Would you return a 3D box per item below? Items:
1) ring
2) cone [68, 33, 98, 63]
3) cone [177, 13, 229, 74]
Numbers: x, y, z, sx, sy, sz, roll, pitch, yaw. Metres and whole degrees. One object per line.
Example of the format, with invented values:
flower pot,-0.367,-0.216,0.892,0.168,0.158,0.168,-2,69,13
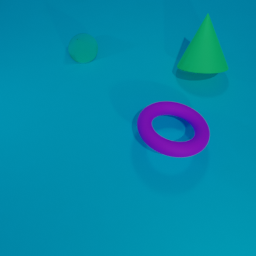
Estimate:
ring,1.260,-0.019,7.785,2.038,0.408,2.038,5,44,-5
cone,-1.574,-2.775,9.263,1.047,1.051,1.047,0,91,1
cone,2.407,-2.707,8.753,1.629,1.635,1.629,0,25,0
